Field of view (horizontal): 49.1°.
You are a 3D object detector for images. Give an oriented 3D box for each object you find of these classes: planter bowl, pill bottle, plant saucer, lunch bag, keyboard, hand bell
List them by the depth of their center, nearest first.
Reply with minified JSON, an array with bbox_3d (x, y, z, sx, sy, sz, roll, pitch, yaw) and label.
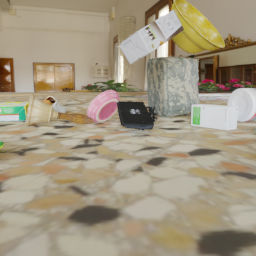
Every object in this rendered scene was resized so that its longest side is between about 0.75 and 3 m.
[{"bbox_3d":[0.322,-0.315,8.878,1.295,0.493,2.488,1,21,-5],"label":"keyboard"},{"bbox_3d":[-2.240,-0.413,9.379,2.126,1.107,1.107,10,5,-19],"label":"hand bell"},{"bbox_3d":[-0.801,-0.710,9.922,0.345,1.361,1.361,45,32,25],"label":"plant saucer"},{"bbox_3d":[4.936,-0.901,10.557,2.139,1.218,1.218,-5,10,-29],"label":"pill bottle"},{"bbox_3d":[2.354,-3.632,10.633,2.597,2.597,1.082,-11,-26,-49],"label":"planter bowl"},{"bbox_3d":[2.110,-1.790,12.072,2.181,2.600,1.812,-9,13,-23],"label":"lunch bag"}]

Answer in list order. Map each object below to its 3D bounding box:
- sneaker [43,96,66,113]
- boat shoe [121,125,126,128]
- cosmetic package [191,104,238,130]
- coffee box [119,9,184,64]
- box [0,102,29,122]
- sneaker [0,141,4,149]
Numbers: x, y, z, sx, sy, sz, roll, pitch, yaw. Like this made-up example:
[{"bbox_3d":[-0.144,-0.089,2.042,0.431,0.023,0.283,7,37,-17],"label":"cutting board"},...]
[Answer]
[{"bbox_3d":[-3.315,-1.048,12.820,0.714,0.830,1.962,-1,8,5],"label":"sneaker"},{"bbox_3d":[0.324,-0.238,9.106,1.203,0.377,0.441,-7,12,-39],"label":"boat shoe"},{"bbox_3d":[2.705,-0.364,8.832,0.571,0.724,1.346,-7,10,-38],"label":"cosmetic package"},{"bbox_3d":[0.728,-2.733,8.414,1.768,0.705,1.011,-41,15,-30],"label":"coffee box"},{"bbox_3d":[-4.752,-0.730,11.451,1.567,0.646,2.670,-2,12,-10],"label":"box"},{"bbox_3d":[-2.954,0.325,5.550,0.923,0.386,0.342,-4,9,-26],"label":"sneaker"}]
